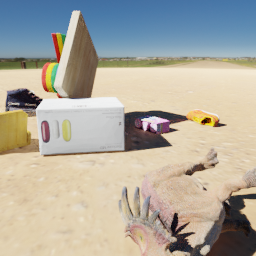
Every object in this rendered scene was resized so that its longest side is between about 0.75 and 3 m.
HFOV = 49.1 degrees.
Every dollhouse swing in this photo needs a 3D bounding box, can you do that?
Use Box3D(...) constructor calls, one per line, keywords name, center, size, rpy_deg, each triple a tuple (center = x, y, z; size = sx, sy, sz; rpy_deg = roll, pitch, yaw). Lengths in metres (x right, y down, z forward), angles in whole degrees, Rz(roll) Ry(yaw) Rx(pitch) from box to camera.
Box3D(name="dollhouse swing", center=(-3.671, 0.017, 8.168), size=(1.331, 1.170, 1.210), rpy_deg=(-15, 22, -42))

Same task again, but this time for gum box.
Box3D(name="gum box", center=(0.848, -0.140, 10.180), size=(0.674, 0.392, 1.187), rpy_deg=(-13, 20, -38))

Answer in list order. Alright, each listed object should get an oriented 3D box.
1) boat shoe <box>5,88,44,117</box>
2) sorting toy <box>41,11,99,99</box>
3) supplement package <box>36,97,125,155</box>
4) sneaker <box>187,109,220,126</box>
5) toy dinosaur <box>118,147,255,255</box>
Box3D(name="boat shoe", center=(-4.142, -1.193, 12.491), size=(2.591, 1.201, 0.967), rpy_deg=(-9, 18, -28))
Box3D(name="sorting toy", center=(-2.110, -2.154, 10.335), size=(1.015, 2.918, 2.900), rpy_deg=(6, -19, 9))
Box3D(name="supplement package", center=(-1.378, -0.136, 8.403), size=(2.352, 1.304, 1.832), rpy_deg=(-3, 15, -9))
Box3D(name="sneaker", center=(2.853, -0.408, 10.987), size=(0.561, 0.531, 1.455), rpy_deg=(-25, 24, -34))
Box3D(name="toy dinosaur", center=(0.674, 1.118, 4.215), size=(2.004, 1.269, 2.957), rpy_deg=(-9, 10, -4))
